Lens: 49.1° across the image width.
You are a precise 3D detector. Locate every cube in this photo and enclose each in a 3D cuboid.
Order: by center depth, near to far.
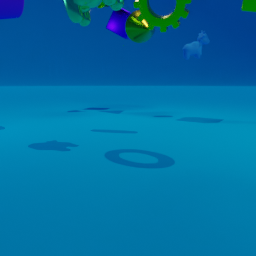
[{"bbox_3d":[3.888,-3.787,7.645,1.055,1.055,1.055,23,39,33],"label":"cube"},{"bbox_3d":[-0.163,-4.348,11.637,0.989,0.989,0.989,30,20,7],"label":"cube"}]

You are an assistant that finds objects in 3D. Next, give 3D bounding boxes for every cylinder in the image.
[{"bbox_3d":[-3.196,-3.075,6.063,1.393,1.393,1.393,-21,20,-33],"label":"cylinder"}]

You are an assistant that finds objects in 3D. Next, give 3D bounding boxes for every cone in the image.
[{"bbox_3d":[0.625,-3.676,10.312,1.222,1.222,1.227,-2,25,-14],"label":"cone"}]

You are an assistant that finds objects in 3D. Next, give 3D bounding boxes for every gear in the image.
[{"bbox_3d":[0.717,-2.644,5.853,1.191,1.191,0.220,3,35,19],"label":"gear"}]

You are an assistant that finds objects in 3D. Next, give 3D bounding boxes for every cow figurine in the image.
[{"bbox_3d":[-0.529,-2.402,4.224,1.343,1.322,0.737,-20,5,17],"label":"cow figurine"},{"bbox_3d":[2.247,-2.761,9.322,0.895,0.881,0.491,-7,25,-6],"label":"cow figurine"}]

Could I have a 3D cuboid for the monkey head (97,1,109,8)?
[{"bbox_3d":[-0.736,-4.629,10.263,0.661,0.789,1.096,-16,33,31],"label":"monkey head"}]
